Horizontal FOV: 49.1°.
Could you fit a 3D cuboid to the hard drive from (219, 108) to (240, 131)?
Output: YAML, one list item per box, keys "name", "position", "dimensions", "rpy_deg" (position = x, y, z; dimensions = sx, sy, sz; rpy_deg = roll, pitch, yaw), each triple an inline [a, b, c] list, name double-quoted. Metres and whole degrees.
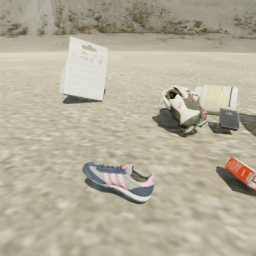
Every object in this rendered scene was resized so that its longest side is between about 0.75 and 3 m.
- name: "hard drive"
  position: [2.853, -0.238, 7.937]
  dimensions: [0.560, 0.176, 0.830]
  rpy_deg: [12, 42, 6]

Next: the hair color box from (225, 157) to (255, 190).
- name: "hair color box"
  position: [2.163, 0.848, 5.048]
  dimensions: [0.447, 0.270, 0.880]
  rpy_deg: [30, 7, -11]

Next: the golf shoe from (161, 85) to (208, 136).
- name: "golf shoe"
  position: [1.551, -0.873, 8.354]
  dimensions: [1.036, 1.182, 2.685]
  rpy_deg: [-38, 21, 11]

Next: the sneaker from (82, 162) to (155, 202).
- name: "sneaker"
  position: [-0.140, 0.723, 4.519]
  dimensions: [1.210, 0.496, 0.424]
  rpy_deg: [20, 25, 6]

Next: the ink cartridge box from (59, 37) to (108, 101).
- name: "ink cartridge box"
  position: [-1.758, -2.310, 11.309]
  dimensions: [1.782, 2.227, 0.526]
  rpy_deg: [7, -2, -38]

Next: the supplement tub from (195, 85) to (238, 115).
- name: "supplement tub"
  position: [3.074, -0.987, 9.855]
  dimensions: [1.392, 1.009, 1.009]
  rpy_deg: [8, 20, 22]
